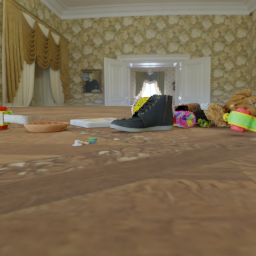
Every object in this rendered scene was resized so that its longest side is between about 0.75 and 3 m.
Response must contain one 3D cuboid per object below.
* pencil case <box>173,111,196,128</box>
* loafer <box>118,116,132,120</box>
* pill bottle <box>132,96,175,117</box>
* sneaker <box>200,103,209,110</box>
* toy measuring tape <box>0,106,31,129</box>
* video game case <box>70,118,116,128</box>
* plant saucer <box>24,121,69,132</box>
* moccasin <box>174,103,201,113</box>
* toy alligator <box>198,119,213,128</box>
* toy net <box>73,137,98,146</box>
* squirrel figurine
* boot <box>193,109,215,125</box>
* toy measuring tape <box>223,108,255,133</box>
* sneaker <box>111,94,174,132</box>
[{"bbox_3d":[2.235,-0.424,12.252,0.757,0.757,1.713,-2,7,-20],"label":"pencil case"},{"bbox_3d":[0.093,-0.214,11.440,1.365,0.519,0.460,-9,7,6],"label":"loafer"},{"bbox_3d":[1.011,-0.790,12.751,1.317,1.317,2.410,-2,6,-20],"label":"pill bottle"},{"bbox_3d":[4.023,-0.776,14.262,1.010,0.979,2.765,-5,8,-42],"label":"sneaker"},{"bbox_3d":[-4.595,-0.389,10.899,2.740,1.008,1.008,3,6,26],"label":"toy measuring tape"},{"bbox_3d":[-1.244,-0.259,12.831,2.213,0.253,2.014,-4,7,-32],"label":"video game case"},{"bbox_3d":[-3.076,-0.051,10.622,1.626,0.304,1.626,1,6,0],"label":"plant saucer"},{"bbox_3d":[2.515,-0.720,13.648,0.907,0.859,2.349,0,-2,-23],"label":"moccasin"},{"bbox_3d":[3.290,-0.148,11.806,1.199,0.288,0.398,7,25,-49],"label":"toy alligator"},{"bbox_3d":[-1.184,0.353,7.461,0.401,0.147,0.764,5,8,41],"label":"toy net"},{"bbox_3d":[4.200,-0.492,11.136,2.155,1.525,2.011,-13,10,25],"label":"squirrel figurine"},{"bbox_3d":[3.225,-0.396,12.748,1.839,0.712,1.272,12,-6,-34],"label":"boot"},{"bbox_3d":[3.911,-0.145,8.771,0.815,0.815,2.215,-5,17,-38],"label":"toy measuring tape"},{"bbox_3d":[0.541,-0.591,10.485,2.618,1.390,0.979,-3,7,-29],"label":"sneaker"}]
